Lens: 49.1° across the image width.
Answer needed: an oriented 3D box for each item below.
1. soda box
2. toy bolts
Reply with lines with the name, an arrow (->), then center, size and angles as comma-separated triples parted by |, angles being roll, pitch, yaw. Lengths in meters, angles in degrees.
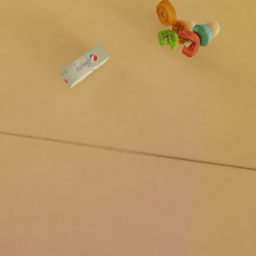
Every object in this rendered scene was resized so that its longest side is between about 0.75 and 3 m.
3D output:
soda box -> -1.222, -1.778, 7.987 | 1.445, 0.458, 0.493 | -42, 96, -20
toy bolts -> 1.696, -2.892, 7.807 | 1.146, 1.579, 1.653 | -32, 46, -12
